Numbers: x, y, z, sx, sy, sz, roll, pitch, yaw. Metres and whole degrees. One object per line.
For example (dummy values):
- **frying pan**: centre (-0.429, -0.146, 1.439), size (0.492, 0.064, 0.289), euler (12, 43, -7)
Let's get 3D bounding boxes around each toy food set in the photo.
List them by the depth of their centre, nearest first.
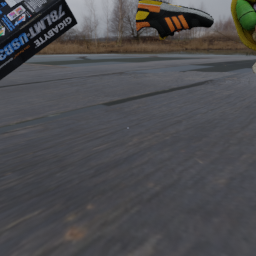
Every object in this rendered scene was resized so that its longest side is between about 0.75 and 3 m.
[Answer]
- **toy food set**: centre (3.985, -3.114, 7.971), size (1.566, 2.662, 0.870), euler (-17, -6, 6)

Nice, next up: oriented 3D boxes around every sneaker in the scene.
- **sneaker**: centre (1.089, -2.514, 6.769), size (1.880, 0.846, 0.657), euler (10, 20, -8)

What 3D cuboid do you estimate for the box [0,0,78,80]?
- **box**: centre (-1.975, -1.502, 4.174), size (1.916, 0.480, 1.930), euler (-40, 51, -5)
